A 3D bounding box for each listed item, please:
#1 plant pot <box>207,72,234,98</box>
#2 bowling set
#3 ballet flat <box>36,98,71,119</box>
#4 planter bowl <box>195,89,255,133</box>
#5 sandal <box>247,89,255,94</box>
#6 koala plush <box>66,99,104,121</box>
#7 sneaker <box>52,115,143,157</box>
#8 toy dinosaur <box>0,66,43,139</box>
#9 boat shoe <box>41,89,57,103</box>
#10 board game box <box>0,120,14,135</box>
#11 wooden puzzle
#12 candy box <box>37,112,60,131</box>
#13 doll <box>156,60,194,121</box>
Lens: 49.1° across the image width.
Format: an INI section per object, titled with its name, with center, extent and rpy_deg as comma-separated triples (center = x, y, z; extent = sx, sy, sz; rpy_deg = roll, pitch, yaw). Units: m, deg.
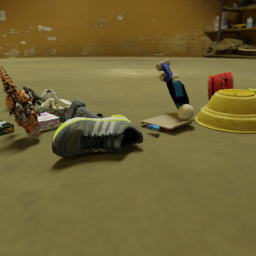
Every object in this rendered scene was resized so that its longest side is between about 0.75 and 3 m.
[plant pot]
center = 4.648, -2.136, 14.152
extent = 1.210, 1.329, 1.329
rpy_deg = 2, 17, 15
[bowling set]
center = -4.995, -1.209, 12.339
extent = 0.959, 1.378, 0.740
rpy_deg = -42, 8, 7
[ballet flat]
center = -2.774, -0.777, 10.820
extent = 2.140, 0.770, 0.770
rpy_deg = 8, 19, 25
[planter bowl]
center = 3.853, -0.762, 10.131
extent = 2.722, 1.134, 2.722
rpy_deg = 0, 18, 0
[sandal]
center = 6.588, -1.707, 14.085
extent = 0.632, 0.577, 1.452
rpy_deg = 2, 19, -6
[koala plush]
center = -1.149, -0.088, 8.541
extent = 1.290, 1.185, 1.144
rpy_deg = 14, 18, -32
[sneaker]
center = -0.706, 0.227, 7.343
extent = 2.637, 0.974, 1.067
rpy_deg = -15, 26, -37
[toy dinosaur]
center = -3.165, -0.771, 8.360
extent = 1.119, 2.191, 1.487
rpy_deg = -6, 9, -11
[boat shoe]
center = -3.838, -1.644, 13.791
extent = 0.634, 0.575, 1.723
rpy_deg = -11, 21, -32
[board game box]
center = -4.938, 0.148, 8.709
extent = 1.230, 0.275, 2.347
rpy_deg = 18, 25, 38
[wooden puzzle]
center = 1.388, -0.186, 9.788
extent = 2.280, 0.267, 1.538
rpy_deg = -13, 18, -38
[candy box]
center = -2.952, -0.220, 9.673
extent = 0.838, 0.357, 0.999
rpy_deg = -15, 23, -39
[doll]
center = 1.829, -1.332, 10.472
extent = 0.688, 1.937, 2.839
rpy_deg = -22, 45, 6
